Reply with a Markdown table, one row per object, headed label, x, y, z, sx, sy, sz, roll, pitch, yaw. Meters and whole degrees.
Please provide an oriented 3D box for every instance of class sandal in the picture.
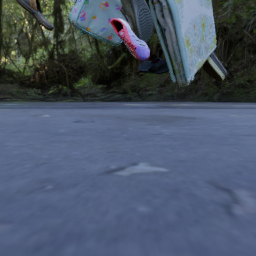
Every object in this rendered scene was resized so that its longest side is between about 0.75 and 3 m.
| label | x | y | z | sx | sy | sz | roll | pitch | yaw |
| --- | --- | --- | --- | --- | --- | --- | --- | --- | --- |
| sandal | 1.098 | -2.593 | 11.605 | 1.784 | 0.671 | 0.427 | 6 | -23 | 41 |
| sandal | -3.176 | -4.127 | 9.462 | 0.516 | 1.889 | 0.772 | -41 | 12 | 16 |

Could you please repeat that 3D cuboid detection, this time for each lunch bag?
| label | x | y | z | sx | sy | sz | roll | pitch | yaw |
| --- | --- | --- | --- | --- | --- | --- | --- | --- | --- |
| lunch bag | -0.915 | -3.946 | 9.839 | 2.183 | 1.751 | 0.842 | 16 | 22 | -41 |

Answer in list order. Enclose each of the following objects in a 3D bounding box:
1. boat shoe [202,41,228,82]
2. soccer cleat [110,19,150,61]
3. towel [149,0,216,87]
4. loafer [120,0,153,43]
| label | x | y | z | sx | sy | sz | roll | pitch | yaw |
| --- | --- | --- | --- | --- | --- | --- | --- | --- | --- |
| boat shoe | 2.730 | -3.027 | 10.087 | 0.957 | 2.954 | 1.081 | -36 | -3 | 2 |
| soccer cleat | 0.032 | -2.113 | 6.698 | 0.439 | 1.318 | 0.504 | -44 | -23 | 31 |
| towel | 1.710 | -2.969 | 8.064 | 0.689 | 2.861 | 2.449 | 9 | 46 | 36 |
| loafer | 0.203 | -3.579 | 8.585 | 0.692 | 1.986 | 0.747 | 8 | 33 | 46 |
